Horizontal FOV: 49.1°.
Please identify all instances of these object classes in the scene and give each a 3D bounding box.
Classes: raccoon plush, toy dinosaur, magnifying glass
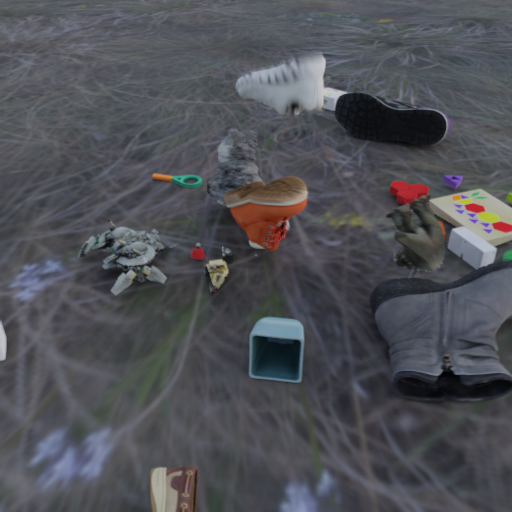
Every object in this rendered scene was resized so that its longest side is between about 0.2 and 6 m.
[{"bbox_3d":[0.031,-1.551,10.982,2.137,1.432,1.034,29,19,13],"label":"raccoon plush"},{"bbox_3d":[2.464,-0.230,8.296,0.896,1.191,2.328,-25,-3,7],"label":"toy dinosaur"},{"bbox_3d":[-1.784,-1.726,12.650,1.152,0.129,0.459,8,35,13],"label":"magnifying glass"}]

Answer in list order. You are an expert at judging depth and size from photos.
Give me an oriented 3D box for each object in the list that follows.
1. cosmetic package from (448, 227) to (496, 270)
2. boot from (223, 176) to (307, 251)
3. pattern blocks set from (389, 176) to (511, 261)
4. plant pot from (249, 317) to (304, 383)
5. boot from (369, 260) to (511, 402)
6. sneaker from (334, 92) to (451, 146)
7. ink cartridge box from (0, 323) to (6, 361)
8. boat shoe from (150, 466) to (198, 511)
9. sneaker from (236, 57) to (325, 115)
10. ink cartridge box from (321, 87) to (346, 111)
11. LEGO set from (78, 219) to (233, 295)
[{"bbox_3d":[3.841,-0.130,10.001,0.311,0.427,0.839,-13,35,-19],"label":"cosmetic package"},{"bbox_3d":[0.298,-0.665,9.513,0.837,1.196,2.230,-27,13,-22],"label":"boot"},{"bbox_3d":[4.438,-0.785,11.105,2.860,0.264,3.254,-8,35,-12],"label":"pattern blocks set"},{"bbox_3d":[0.308,1.224,7.778,0.714,0.716,0.729,4,24,7],"label":"plant pot"},{"bbox_3d":[3.172,1.126,7.797,2.963,1.034,1.951,-11,37,3],"label":"boot"},{"bbox_3d":[3.590,-3.590,14.825,3.021,1.144,1.323,21,25,20],"label":"sneaker"},{"bbox_3d":[-4.022,0.960,7.685,0.872,1.182,0.506,-11,36,-16],"label":"ink cartridge box"},{"bbox_3d":[-0.690,2.793,5.501,0.619,0.621,1.720,-8,28,-9],"label":"boat shoe"},{"bbox_3d":[0.423,-3.184,10.863,0.888,0.958,2.365,-23,20,-30],"label":"sneaker"},{"bbox_3d":[2.156,-4.752,16.895,0.983,0.410,0.713,27,42,34],"label":"ink cartridge box"},{"bbox_3d":[-1.781,-0.116,9.653,2.750,0.779,1.786,-3,34,-5],"label":"LEGO set"}]
